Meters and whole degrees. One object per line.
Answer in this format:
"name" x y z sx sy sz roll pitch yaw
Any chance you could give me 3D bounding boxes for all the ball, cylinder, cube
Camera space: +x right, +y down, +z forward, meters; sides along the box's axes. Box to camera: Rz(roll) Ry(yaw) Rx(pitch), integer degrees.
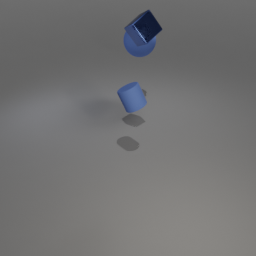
"ball" 0.505 -3.770 12.055 1.400 1.400 1.400 0 31 0
"cylinder" 0.124 -0.929 8.459 0.700 0.700 0.700 -23 22 10
"cube" 0.449 -2.955 8.341 0.700 0.700 0.700 -44 22 -9
